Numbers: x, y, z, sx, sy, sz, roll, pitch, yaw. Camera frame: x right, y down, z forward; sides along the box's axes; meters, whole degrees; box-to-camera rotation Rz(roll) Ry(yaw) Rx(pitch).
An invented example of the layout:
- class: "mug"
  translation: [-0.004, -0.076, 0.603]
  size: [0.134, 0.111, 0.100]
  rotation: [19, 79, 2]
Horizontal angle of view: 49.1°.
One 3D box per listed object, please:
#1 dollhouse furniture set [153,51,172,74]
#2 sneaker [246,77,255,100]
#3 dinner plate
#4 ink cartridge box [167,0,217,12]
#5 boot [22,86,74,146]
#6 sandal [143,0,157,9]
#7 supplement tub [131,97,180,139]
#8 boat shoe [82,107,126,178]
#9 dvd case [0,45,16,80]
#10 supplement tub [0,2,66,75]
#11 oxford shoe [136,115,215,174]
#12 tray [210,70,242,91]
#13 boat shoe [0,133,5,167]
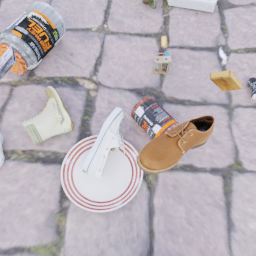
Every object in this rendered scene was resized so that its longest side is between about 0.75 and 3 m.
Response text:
- class: "dollhouse furniture set"
  translation: [1.184, -2.463, 10.024]
  size: [0.601, 0.605, 0.858]
  rotation: [-2, 61, -1]
- class: "sneaker"
  translation: [4.264, -1.372, 9.537]
  size: [0.555, 0.368, 0.974]
  rotation: [32, 59, 18]
- class: "dinner plate"
  translation: [-0.736, 1.257, 8.030]
  size: [2.334, 0.283, 2.334]
  rotation: [0, 59, 1]
- class: "ink cartridge box"
  translation: [2.666, -6.260, 12.288]
  size: [2.670, 0.578, 2.621]
  rotation: [14, 60, 11]
- class: "boot"
  translation: [-2.661, -0.421, 8.806]
  size: [1.412, 0.658, 1.826]
  rotation: [-25, 64, -14]
- class: "sandal"
  translation: [0.749, -5.457, 11.822]
  size: [0.428, 0.596, 1.501]
  rotation: [-24, 53, -19]
- class: "supplement tub"
  translation: [0.933, -0.105, 8.459]
  size: [0.912, 0.912, 1.706]
  rotation: [-35, 65, -18]
- class: "boat shoe"
  translation: [-0.441, 0.466, 8.000]
  size: [0.905, 0.784, 2.123]
  rotation: [25, 75, 8]
- class: "dvd case"
  translation: [-3.337, -1.543, 7.282]
  size: [1.112, 0.119, 1.496]
  rotation: [-45, 36, 6]
- class: "supplement tub"
  translation: [-3.448, -3.144, 9.901]
  size: [1.512, 1.512, 2.468]
  rotation: [23, 63, 13]
- class: "oxford shoe"
  translation: [1.108, 0.246, 6.274]
  size: [2.259, 0.805, 0.806]
  rotation: [-29, 64, -32]
- class: "tray"
  translation: [2.407, -1.132, 6.848]
  size: [0.478, 0.969, 0.179]
  rotation: [-2, 77, 36]
- class: "boat shoe"
  translation: [-3.951, 0.594, 8.324]
  size: [0.441, 0.434, 1.243]
  rotation: [-8, 60, -5]
